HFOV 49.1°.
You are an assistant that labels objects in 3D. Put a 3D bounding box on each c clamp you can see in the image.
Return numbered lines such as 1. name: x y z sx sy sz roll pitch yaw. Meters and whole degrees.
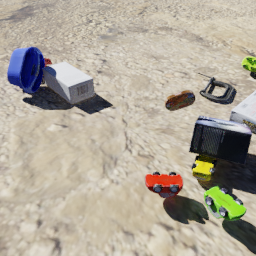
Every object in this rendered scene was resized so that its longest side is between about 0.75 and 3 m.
1. c clamp: 3.820 -1.794 12.613 1.806 0.286 2.114 18 38 15

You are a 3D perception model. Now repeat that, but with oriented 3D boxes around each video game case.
1. video game case: 5.411 -0.496 10.541 2.200 0.552 2.428 30 46 34

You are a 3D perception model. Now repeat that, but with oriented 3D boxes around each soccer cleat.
1. soccer cleat: 6.724 -2.694 13.318 1.092 0.910 2.694 -3 34 -46

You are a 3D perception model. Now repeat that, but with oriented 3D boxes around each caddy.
1. caddy: -4.347 -2.549 12.269 1.063 2.025 1.432 8 -7 19

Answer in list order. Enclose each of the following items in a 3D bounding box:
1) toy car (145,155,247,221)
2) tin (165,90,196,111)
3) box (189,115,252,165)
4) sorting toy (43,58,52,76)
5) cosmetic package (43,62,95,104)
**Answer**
1. toy car: 1.970 1.692 7.364 2.496 0.557 2.349 -17 34 -28
2. tin: 1.614 -0.852 8.724 0.966 0.541 0.202 -17 36 9
3. box: 2.847 0.294 8.675 1.609 1.000 1.622 13 14 15
4. sorting toy: -4.734 -3.026 13.893 2.251 0.924 1.353 18 22 41
5. cosmetic package: -2.657 -2.062 12.425 1.235 0.899 2.429 -25 41 -30
